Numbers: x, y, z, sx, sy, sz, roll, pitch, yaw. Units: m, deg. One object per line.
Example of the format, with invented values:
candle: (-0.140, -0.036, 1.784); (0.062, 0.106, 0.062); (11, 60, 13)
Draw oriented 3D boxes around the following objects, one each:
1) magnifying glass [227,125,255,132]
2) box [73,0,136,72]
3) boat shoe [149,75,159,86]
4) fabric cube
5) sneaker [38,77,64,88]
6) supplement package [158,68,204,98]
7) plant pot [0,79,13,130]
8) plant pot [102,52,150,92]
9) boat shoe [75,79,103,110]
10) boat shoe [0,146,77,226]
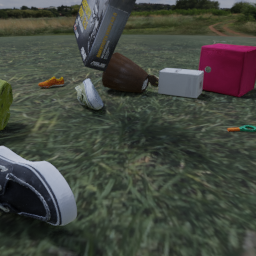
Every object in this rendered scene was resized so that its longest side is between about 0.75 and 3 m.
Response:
magnifying glass: (3.514, 0.025, 8.632); (0.927, 0.104, 0.369); (-5, 23, -9)
box: (-0.822, -3.278, 8.110); (0.669, 2.191, 2.767); (10, 37, -27)
boat shoe: (1.535, -2.269, 13.842); (0.508, 0.478, 1.335); (1, 25, -37)
fabric cube: (4.603, -2.718, 12.825); (2.023, 1.991, 2.029); (20, 29, 36)
sneaker: (-3.742, -2.241, 13.612); (1.281, 0.494, 0.467); (-17, 29, -32)
supplement package: (2.325, -2.010, 12.336); (1.749, 1.026, 1.023); (10, 25, 23)
plant pot: (-4.742, -0.812, 8.356); (2.131, 2.318, 2.318); (10, 21, -8)
plant pot: (0.019, -2.305, 12.639); (1.788, 1.671, 1.671); (26, 30, 17)
boat shoe: (-1.558, -1.217, 10.908); (0.788, 0.915, 2.540); (-31, 25, 1)
boat shoe: (-2.093, 1.046, 4.936); (2.965, 1.063, 1.005); (17, 27, 40)
